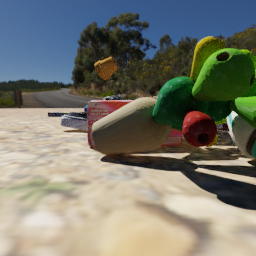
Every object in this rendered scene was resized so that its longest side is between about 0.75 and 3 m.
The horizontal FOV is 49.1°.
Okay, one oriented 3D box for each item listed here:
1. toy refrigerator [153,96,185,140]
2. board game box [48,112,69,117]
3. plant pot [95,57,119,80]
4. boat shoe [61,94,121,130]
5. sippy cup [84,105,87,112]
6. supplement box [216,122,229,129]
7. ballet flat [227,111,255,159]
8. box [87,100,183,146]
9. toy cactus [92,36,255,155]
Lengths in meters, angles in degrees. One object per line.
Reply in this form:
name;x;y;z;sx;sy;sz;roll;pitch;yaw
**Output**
toy refrigerator;1.312;-0.337;6.539;1.003;0.924;2.642;1;5;17
board game box;-3.539;-0.748;15.391;1.424;0.246;0.965;2;5;14
plant pot;-0.870;-2.643;12.112;0.793;0.866;0.866;-30;-7;22
boat shoe;-0.351;-0.417;7.342;2.778;0.942;0.996;0;5;-2
sippy cup;-2.498;-1.194;18.447;0.684;0.733;0.933;-15;2;-28
supplement box;3.518;-0.839;8.306;2.985;1.625;0.909;-1;4;-25
ballet flat;2.673;-0.213;3.718;2.991;1.039;1.039;-4;6;-12
box;0.083;-0.102;4.801;1.559;0.744;0.777;-1;5;-7
toy cactus;0.780;-0.100;3.495;2.426;1.504;2.940;-18;3;16
